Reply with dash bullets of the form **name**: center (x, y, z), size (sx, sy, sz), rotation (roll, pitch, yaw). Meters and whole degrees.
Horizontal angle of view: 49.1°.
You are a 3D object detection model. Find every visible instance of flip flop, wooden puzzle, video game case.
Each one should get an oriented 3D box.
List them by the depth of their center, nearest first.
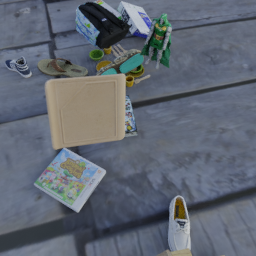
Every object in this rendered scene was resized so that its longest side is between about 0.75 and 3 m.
- **wooden puzzle**: center (-1.090, -0.462, 7.677), size (2.157, 1.995, 0.402), rotation (-10, 30, -19)
- **video game case**: center (-1.985, 1.724, 9.674), size (1.854, 0.204, 1.687), rotation (26, 59, 17)
- **flip flop**: center (-2.924, -2.745, 12.485), size (2.308, 0.665, 0.936), rotation (14, 57, 10)

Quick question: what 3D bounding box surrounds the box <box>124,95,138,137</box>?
- **box**: center (-0.400, -0.451, 11.084), size (1.243, 0.362, 1.815), rotation (-9, 56, -6)

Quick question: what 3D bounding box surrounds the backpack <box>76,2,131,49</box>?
- **backpack**: center (-1.049, -3.575, 9.674), size (1.441, 1.358, 1.766), rotation (-37, 85, -32)

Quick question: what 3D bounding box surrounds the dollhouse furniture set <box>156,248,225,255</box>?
- **dollhouse furniture set**: center (1.629, 4.551, 7.610), size (2.203, 1.795, 2.095), rotation (9, 47, -37)

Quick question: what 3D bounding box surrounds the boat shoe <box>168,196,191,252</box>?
- **boat shoe**: center (1.587, 2.978, 8.533), size (0.662, 0.652, 1.866), rotation (4, 55, 3)

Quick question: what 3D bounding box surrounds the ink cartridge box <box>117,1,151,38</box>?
- **ink cartridge box**: center (0.569, -5.199, 13.937), size (1.400, 0.552, 2.816), rotation (3, 48, -33)

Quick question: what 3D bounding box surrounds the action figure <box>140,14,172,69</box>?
- **action figure**: center (0.931, -2.703, 8.705), size (1.129, 1.911, 0.523), rotation (23, 57, 9)

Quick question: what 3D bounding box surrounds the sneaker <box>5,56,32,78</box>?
- **sneaker**: center (-4.982, -2.897, 12.493), size (1.524, 0.827, 0.534), rotation (30, 60, 19)

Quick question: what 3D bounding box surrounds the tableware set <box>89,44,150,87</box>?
- **tableware set**: center (-0.464, -2.929, 12.761), size (1.910, 0.435, 2.836), rotation (-28, 60, -18)

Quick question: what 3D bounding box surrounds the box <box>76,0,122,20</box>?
- **box**: center (-1.487, -5.538, 14.316), size (1.583, 0.868, 1.794), rotation (-33, 63, -23)

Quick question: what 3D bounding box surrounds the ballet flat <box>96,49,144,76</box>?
- **ballet flat**: center (-0.567, -2.545, 12.204), size (2.748, 0.932, 1.035), rotation (-37, 43, -11)
